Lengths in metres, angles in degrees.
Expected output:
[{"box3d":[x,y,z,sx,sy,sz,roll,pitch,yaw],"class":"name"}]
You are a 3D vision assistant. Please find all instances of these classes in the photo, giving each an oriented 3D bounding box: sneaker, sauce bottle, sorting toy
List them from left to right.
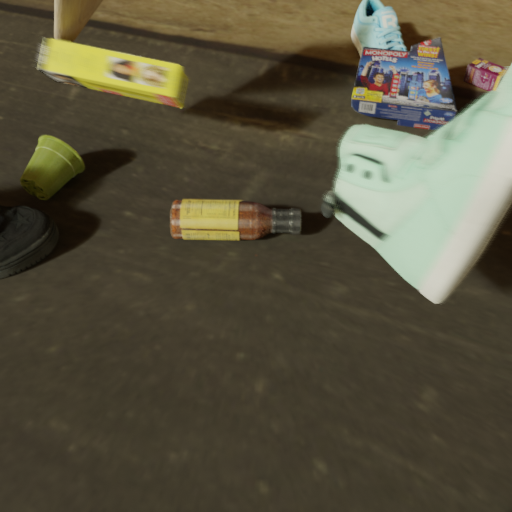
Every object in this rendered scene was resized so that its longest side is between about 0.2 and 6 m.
[{"box3d":[-4.974,-0.595,7.625,3.993,2.082,1.199,-8,47,-7],"class":"sneaker"},{"box3d":[-2.315,-4.356,8.322,0.393,1.993,2.153,36,73,-13],"class":"sorting toy"},{"box3d":[-0.307,-0.534,8.606,1.977,0.653,0.653,3,46,-1],"class":"sauce bottle"},{"box3d":[2.780,-4.809,12.334,0.984,1.091,2.662,-14,52,-11],"class":"sneaker"},{"box3d":[1.744,-1.152,5.589,1.917,3.250,1.196,38,46,22],"class":"sneaker"}]

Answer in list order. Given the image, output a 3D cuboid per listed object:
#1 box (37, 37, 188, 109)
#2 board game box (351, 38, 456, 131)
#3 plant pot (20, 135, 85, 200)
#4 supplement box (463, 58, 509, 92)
[{"box3d":[-2.224,-2.876,8.855,2.172,0.544,0.817,12,2,1],"class":"box"},{"box3d":[3.012,-3.514,11.152,1.961,0.605,1.960,11,62,11],"class":"board game box"},{"box3d":[-3.482,-1.408,9.377,0.881,0.881,0.836,17,60,16],"class":"plant pot"},{"box3d":[4.924,-3.841,11.930,0.773,0.399,0.506,36,56,29],"class":"supplement box"}]
